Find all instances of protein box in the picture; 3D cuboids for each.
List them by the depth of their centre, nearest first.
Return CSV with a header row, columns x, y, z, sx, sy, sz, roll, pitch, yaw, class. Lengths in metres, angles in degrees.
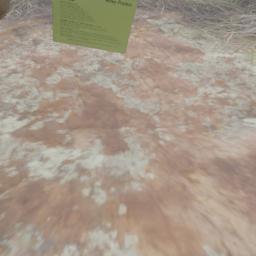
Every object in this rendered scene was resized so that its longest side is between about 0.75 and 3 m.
x,y,z,sx,sy,sz,roll,pitch,yaw,class
-0.817,-3.222,7.076,1.981,1.996,1.346,8,58,-8,protein box

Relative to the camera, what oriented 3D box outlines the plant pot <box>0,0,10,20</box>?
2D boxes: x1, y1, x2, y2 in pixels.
x,y,z,sx,sy,sz,roll,pitch,yaw,class
-3.084,-2.647,5.858,1.729,0.798,1.729,-15,49,18,plant pot
